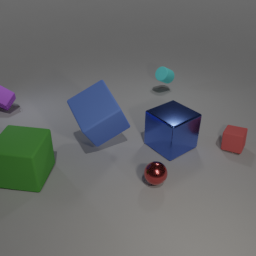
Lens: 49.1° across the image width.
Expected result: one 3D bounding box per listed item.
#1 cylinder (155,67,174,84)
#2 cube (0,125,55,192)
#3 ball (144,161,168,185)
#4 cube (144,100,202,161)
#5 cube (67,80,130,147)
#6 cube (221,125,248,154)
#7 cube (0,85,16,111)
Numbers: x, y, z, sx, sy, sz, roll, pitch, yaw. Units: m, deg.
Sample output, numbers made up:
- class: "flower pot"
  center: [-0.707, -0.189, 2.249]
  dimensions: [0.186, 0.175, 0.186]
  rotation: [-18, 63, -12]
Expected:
- class: "cylinder"
  center: [1.801, -2.577, 13.676]
  dimensions: [0.700, 0.700, 0.700]
  rotation: [28, 13, 37]
- class: "cube"
  center: [-3.184, 0.906, 8.526]
  dimensions: [1.400, 1.400, 1.400]
  rotation: [6, 34, 5]
- class: "ball"
  center: [0.828, 1.344, 8.353]
  dimensions: [0.700, 0.700, 0.700]
  rotation: [0, 32, 0]
- class: "cube"
  center: [1.553, 0.047, 9.962]
  dimensions: [1.400, 1.400, 1.400]
  rotation: [-22, 39, -31]
- class: "cube"
  center: [-0.965, -0.467, 9.496]
  dimensions: [1.400, 1.400, 1.400]
  rotation: [-31, 63, 0]
- class: "cube"
  center: [3.782, 0.388, 9.970]
  dimensions: [0.700, 0.700, 0.700]
  rotation: [13, 32, 29]
- class: "cube"
  center: [-5.412, -1.297, 12.211]
  dimensions: [0.700, 0.700, 0.700]
  rotation: [28, 70, -9]
